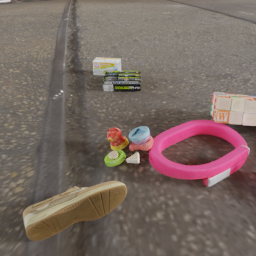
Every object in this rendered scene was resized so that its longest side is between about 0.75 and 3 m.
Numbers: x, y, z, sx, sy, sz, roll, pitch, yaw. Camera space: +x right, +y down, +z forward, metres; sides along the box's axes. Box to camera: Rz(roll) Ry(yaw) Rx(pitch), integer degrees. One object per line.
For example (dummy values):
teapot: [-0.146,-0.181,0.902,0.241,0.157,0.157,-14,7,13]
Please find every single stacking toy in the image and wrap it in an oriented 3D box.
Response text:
stacking toy: [-0.089,0.390,7.357,1.338,0.565,1.211,-9,29,29]

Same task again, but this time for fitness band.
fitness band: [1.914,0.545,7.528,2.873,0.538,2.063,-20,37,-31]

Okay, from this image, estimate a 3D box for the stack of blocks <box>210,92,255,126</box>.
stack of blocks: [3.981,-0.557,8.660,2.588,0.758,1.490,6,14,9]

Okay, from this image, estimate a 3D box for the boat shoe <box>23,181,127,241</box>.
boat shoe: [-1.058,1.504,5.755,2.139,0.762,0.690,-16,36,-22]

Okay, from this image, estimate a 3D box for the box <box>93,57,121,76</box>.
box: [-0.953,-2.794,12.765,1.193,0.671,0.605,4,32,9]

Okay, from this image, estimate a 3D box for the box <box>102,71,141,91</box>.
box: [-0.232,-1.999,11.785,1.573,0.374,1.519,0,30,1]
